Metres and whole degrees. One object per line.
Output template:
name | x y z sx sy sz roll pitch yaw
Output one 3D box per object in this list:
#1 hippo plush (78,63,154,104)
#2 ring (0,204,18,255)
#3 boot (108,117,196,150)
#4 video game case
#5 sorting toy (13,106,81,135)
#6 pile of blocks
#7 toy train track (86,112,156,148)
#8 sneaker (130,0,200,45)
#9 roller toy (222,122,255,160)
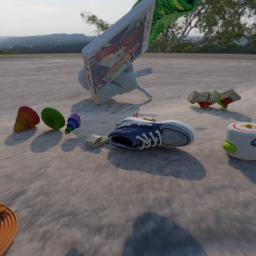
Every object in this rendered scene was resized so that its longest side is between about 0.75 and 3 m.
hippo plush | -0.803 -2.379 11.471 2.928 2.332 2.354 -10 21 -28
ring | -2.301 1.354 3.471 1.748 0.168 1.748 0 17 0
boot | 0.513 0.243 6.334 1.870 0.680 0.845 6 31 29
video game case | -0.150 -1.460 5.234 0.185 1.471 1.614 43 75 12
sorting toy | -2.257 -0.080 7.442 2.067 0.717 0.712 5 42 22
pile of blocks | 3.015 -0.919 10.076 1.900 0.780 0.590 3 59 38
toy train track | -0.087 -0.036 7.379 1.415 0.401 2.467 15 24 38
sneaker | 0.960 -3.157 7.060 1.084 2.928 1.224 42 18 -17
roller toy | 2.583 0.235 6.086 0.876 0.671 0.960 10 20 28
